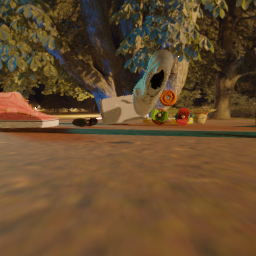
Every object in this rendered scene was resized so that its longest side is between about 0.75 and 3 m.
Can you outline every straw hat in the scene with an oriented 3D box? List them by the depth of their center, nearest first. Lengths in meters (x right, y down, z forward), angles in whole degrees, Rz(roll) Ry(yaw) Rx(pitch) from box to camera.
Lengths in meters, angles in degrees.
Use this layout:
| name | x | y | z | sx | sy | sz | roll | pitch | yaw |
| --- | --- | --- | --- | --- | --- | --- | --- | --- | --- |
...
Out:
| name | x | y | z | sx | sy | sz | roll | pitch | yaw |
| --- | --- | --- | --- | --- | --- | --- | --- | --- | --- |
| straw hat | 4.017 | -0.643 | 15.740 | 1.875 | 0.793 | 1.875 | 0 | 1 | 0 |

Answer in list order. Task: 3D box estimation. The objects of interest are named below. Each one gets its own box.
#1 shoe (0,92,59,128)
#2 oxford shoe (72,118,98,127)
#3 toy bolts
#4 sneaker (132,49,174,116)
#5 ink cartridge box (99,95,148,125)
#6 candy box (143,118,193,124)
| name | x | y | z | sx | sy | sz | roll | pitch | yaw |
| --- | --- | --- | --- | --- | --- | --- | --- | --- | --- |
| shoe | -3.443 | -0.596 | 9.352 | 0.908 | 1.156 | 2.542 | 2 | 3 | 43 |
| oxford shoe | -1.567 | -0.164 | 10.195 | 0.913 | 0.332 | 0.385 | 1 | -16 | -13 |
| toy bolts | 1.935 | -0.741 | 12.188 | 1.635 | 1.561 | 1.134 | 19 | -1 | 9 |
| sneaker | 0.535 | -0.978 | 7.055 | 0.694 | 1.973 | 0.791 | 18 | 43 | -4 |
| ink cartridge box | -0.100 | -0.936 | 14.238 | 2.147 | 1.233 | 2.956 | -8 | 3 | 6 |
| candy box | 2.093 | -0.384 | 14.986 | 1.244 | 0.321 | 2.433 | -2 | 3 | -44 |
